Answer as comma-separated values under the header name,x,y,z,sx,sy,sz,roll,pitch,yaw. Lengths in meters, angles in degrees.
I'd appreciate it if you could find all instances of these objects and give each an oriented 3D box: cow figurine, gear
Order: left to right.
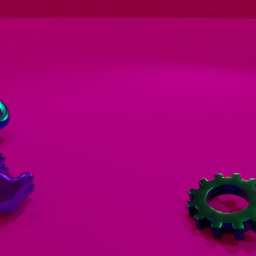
name,x,y,z,sx,sy,sz,roll,pitch,yaw
cow figurine,-2.237,0.979,4.209,1.294,0.710,1.273,30,52,10
gear,1.479,1.114,4.147,1.154,0.213,1.154,-13,26,6

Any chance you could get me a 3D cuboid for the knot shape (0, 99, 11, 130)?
name,x,y,z,sx,sy,sz,roll,pitch,yaw
knot shape,-3.799,-0.129,6.090,1.922,0.949,2.054,-12,19,7
